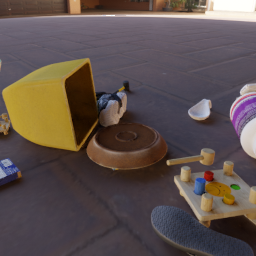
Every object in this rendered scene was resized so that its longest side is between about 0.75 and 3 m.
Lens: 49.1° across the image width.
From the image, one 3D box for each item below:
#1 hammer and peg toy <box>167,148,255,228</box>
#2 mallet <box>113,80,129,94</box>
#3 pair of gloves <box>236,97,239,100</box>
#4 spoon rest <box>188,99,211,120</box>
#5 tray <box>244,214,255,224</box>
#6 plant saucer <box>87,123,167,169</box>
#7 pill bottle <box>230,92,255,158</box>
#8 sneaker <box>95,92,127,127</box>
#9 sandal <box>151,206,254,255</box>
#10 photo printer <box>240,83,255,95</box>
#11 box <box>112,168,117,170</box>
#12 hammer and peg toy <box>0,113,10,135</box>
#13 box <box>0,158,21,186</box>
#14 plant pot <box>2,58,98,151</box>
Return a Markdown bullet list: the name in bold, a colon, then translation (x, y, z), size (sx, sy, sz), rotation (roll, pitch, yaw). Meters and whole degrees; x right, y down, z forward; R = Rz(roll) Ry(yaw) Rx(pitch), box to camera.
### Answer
- **hammer and peg toy**: translation (2.209, 1.540, 7.657), size (1.864, 0.894, 2.534), rotation (-6, 23, -11)
- **mallet**: translation (-0.463, -2.035, 14.702), size (0.339, 0.542, 1.646), rotation (18, 33, 30)
- **pair of gloves**: translation (6.601, -1.246, 13.415), size (1.826, 0.376, 2.147), rotation (-19, 28, -23)
- **spoon rest**: translation (3.310, -0.860, 12.504), size (0.908, 0.554, 1.827), rotation (15, 31, 26)
- **tray**: translation (3.391, 2.323, 7.011), size (0.612, 0.126, 1.139), rotation (-16, 32, -26)
- **plant saucer**: translation (-0.036, 0.455, 9.623), size (2.776, 0.478, 2.776), rotation (-1, 26, 0)
- **pill bottle**: translation (4.645, -0.022, 9.755), size (1.665, 1.665, 2.962), rotation (4, 28, 7)
- **sneaker**: translation (-1.109, -0.841, 11.988), size (1.621, 1.075, 2.848), rotation (7, 23, 13)
- **sandal**: translation (1.546, 2.564, 6.308), size (2.361, 0.506, 0.898), rotation (23, 42, 20)
- **photo printer**: translation (6.308, -1.972, 14.376), size (0.957, 0.796, 0.332), rotation (-5, 67, -10)
- **box**: translation (-0.156, 0.806, 9.324), size (0.992, 0.605, 0.956), rotation (-9, 29, -15)
- **hammer and peg toy**: translation (-5.239, -0.124, 11.252), size (0.921, 0.441, 1.252), rotation (-8, 29, -12)
- **box**: translation (-4.198, 1.483, 8.422), size (1.620, 0.262, 0.981), rotation (-21, 34, -36)
- **plant pot**: translation (-2.962, -0.943, 10.625), size (2.779, 2.699, 2.717), rotation (0, 28, 12)
